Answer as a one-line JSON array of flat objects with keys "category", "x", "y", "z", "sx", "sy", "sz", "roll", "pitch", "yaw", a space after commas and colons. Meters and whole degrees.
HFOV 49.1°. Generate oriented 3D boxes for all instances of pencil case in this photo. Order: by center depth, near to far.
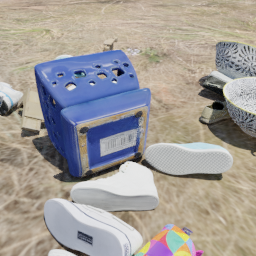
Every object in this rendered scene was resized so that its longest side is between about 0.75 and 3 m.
[{"category": "pencil case", "x": 0.426, "y": 2.732, "z": 5.232, "sx": 2.163, "sy": 0.956, "sz": 0.956, "roll": -30, "pitch": 45, "yaw": -34}]

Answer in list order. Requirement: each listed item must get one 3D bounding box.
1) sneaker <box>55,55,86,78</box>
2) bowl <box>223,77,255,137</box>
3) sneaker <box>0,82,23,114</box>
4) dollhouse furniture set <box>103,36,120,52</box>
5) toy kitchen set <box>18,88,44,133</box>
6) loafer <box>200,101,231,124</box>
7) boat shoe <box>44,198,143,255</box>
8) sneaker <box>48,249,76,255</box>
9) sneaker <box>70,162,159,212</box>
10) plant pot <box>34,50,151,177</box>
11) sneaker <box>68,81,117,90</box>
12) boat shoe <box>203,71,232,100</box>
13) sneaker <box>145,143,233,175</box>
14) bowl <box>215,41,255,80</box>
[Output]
[{"category": "sneaker", "x": -2.787, "y": -2.949, "z": 13.431, "sx": 2.179, "sy": 0.805, "sz": 0.893, "roll": 16, "pitch": 34, "yaw": 23}, {"category": "bowl", "x": 4.587, "y": -0.527, "z": 9.489, "sx": 2.852, "sy": 1.339, "sz": 2.852, "roll": -1, "pitch": 35, "yaw": 0}, {"category": "sneaker", "x": -5.415, "y": -1.449, "z": 11.249, "sx": 2.944, "sy": 1.103, "sz": 1.276, "roll": 25, "pitch": 34, "yaw": 20}, {"category": "dollhouse furniture set", "x": -1.259, "y": -3.861, "z": 14.313, "sx": 1.123, "sy": 1.314, "sz": 2.536, "roll": 9, "pitch": 36, "yaw": 10}, {"category": "toy kitchen set", "x": -3.292, "y": -0.422, "z": 10.141, "sx": 1.181, "sy": 1.306, "sz": 1.447, "roll": 14, "pitch": 66, "yaw": -32}, {"category": "loafer", "x": 3.462, "y": -0.702, "z": 10.361, "sx": 1.833, "sy": 0.626, "sz": 0.693, "roll": -23, "pitch": 41, "yaw": -29}, {"category": "boat shoe", "x": -0.836, "y": 2.164, "z": 6.095, "sx": 2.521, "sy": 0.927, "sz": 0.824, "roll": 17, "pitch": 10, "yaw": 37}, {"category": "sneaker", "x": -1.252, "y": 2.815, "z": 5.565, "sx": 0.976, "sy": 0.360, "sz": 0.564, "roll": 12, "pitch": 34, "yaw": 14}, {"category": "sneaker", "x": -0.341, "y": 1.450, "z": 7.240, "sx": 2.149, "sy": 0.792, "sz": 1.242, "roll": 7, "pitch": 33, "yaw": -7}, {"category": "plant pot", "x": -0.880, "y": -0.348, "z": 8.126, "sx": 2.785, "sy": 2.785, "sz": 2.504, "roll": -17, "pitch": 45, "yaw": -21}, {"category": "sneaker", "x": -0.945, "y": -1.122, "z": 10.615, "sx": 2.823, "sy": 1.040, "sz": 1.631, "roll": -14, "pitch": 34, "yaw": -21}, {"category": "boat shoe", "x": 4.223, "y": -1.369, "z": 11.255, "sx": 2.534, "sy": 0.896, "sz": 0.807, "roll": 34, "pitch": 80, "yaw": 27}, {"category": "sneaker", "x": 1.727, "y": 0.840, "z": 8.164, "sx": 2.409, "sy": 0.890, "sz": 0.987, "roll": 7, "pitch": 11, "yaw": 12}, {"category": "bowl", "x": 4.798, "y": -2.417, "z": 11.800, "sx": 2.867, "sy": 1.345, "sz": 2.867, "roll": 23, "pitch": 6, "yaw": -2}]
